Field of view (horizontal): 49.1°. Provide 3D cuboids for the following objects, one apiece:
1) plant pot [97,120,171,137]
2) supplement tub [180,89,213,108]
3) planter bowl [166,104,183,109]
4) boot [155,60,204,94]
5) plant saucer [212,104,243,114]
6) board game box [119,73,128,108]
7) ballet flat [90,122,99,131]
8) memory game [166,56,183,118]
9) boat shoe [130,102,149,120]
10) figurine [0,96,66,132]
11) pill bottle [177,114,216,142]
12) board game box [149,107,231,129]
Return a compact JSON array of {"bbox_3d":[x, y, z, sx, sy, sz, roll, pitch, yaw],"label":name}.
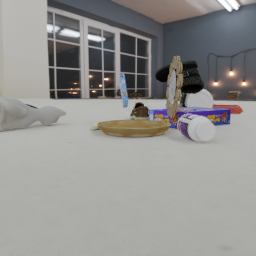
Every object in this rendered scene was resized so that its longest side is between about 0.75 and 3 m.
[{"bbox_3d":[0.203,-0.002,9.464,2.478,0.341,2.478,-1,7,0],"label":"plant pot"},{"bbox_3d":[3.887,-1.532,16.334,1.533,1.533,2.502,0,8,-1],"label":"supplement tub"},{"bbox_3d":[2.627,-1.045,15.944,0.981,0.660,0.981,0,7,0],"label":"planter bowl"},{"bbox_3d":[2.093,-1.986,11.630,1.922,1.437,0.723,-14,-35,19],"label":"boot"},{"bbox_3d":[6.073,-1.260,18.302,2.559,0.471,2.564,4,8,27],"label":"plant saucer"},{"bbox_3d":[-0.179,-1.520,11.507,0.216,1.178,0.891,-9,-11,-4],"label":"board game box"},{"bbox_3d":[-1.112,-0.086,10.292,0.292,0.292,0.840,4,9,28],"label":"ballet flat"},{"bbox_3d":[1.629,-1.446,9.955,0.142,2.236,2.236,3,8,-3],"label":"memory game"},{"bbox_3d":[0.601,-0.777,13.077,0.885,0.887,2.397,-1,8,-9],"label":"boat shoe"},{"bbox_3d":[-4.355,-0.611,11.232,2.931,1.262,2.860,7,6,37],"label":"figurine"},{"bbox_3d":[1.961,-0.005,8.026,0.719,0.719,1.290,-1,9,-10],"label":"pill bottle"},{"bbox_3d":[2.582,-0.465,11.634,2.894,0.648,1.945,-6,10,-37],"label":"board game box"}]
